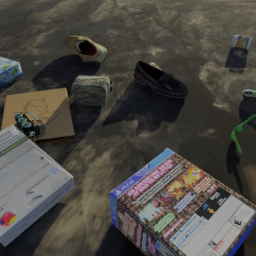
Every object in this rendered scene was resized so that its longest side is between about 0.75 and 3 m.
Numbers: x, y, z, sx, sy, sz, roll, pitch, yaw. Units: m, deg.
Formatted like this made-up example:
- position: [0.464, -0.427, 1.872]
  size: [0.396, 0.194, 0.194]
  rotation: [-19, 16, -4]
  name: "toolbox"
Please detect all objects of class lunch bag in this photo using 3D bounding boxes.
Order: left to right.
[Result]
- position: [-5.641, -2.537, 12.295]
  size: [1.736, 0.716, 1.395]
  rotation: [18, 46, 20]
  name: "lunch bag"
- position: [-1.391, -1.566, 10.968]
  size: [1.417, 0.987, 1.188]
  rotation: [4, 43, 5]
  name: "lunch bag"

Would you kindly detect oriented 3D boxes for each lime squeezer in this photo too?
- position: [3.748, 0.131, 9.325]
  size: [0.539, 0.288, 1.525]
  rotation: [-2, 51, 56]
  name: "lime squeezer"

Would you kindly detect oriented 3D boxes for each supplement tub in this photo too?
- position: [5.911, -4.488, 14.599]
  size: [0.874, 0.632, 0.632]
  rotation: [19, 44, 20]
  name: "supplement tub"

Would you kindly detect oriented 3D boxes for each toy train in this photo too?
- position: [-3.280, -0.147, 9.278]
  size: [0.707, 0.528, 1.240]
  rotation: [-18, 40, -37]
  name: "toy train"

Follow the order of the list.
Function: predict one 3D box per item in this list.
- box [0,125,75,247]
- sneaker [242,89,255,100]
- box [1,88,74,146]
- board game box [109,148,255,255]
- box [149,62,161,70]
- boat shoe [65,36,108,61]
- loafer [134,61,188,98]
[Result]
- position: [-3.261, 1.356, 7.678]
  size: [2.887, 0.594, 2.251]
  rotation: [32, 53, 26]
  name: "box"
- position: [5.195, -1.329, 11.139]
  size: [1.202, 0.466, 0.479]
  rotation: [19, 36, 21]
  name: "sneaker"
- position: [-3.287, -0.436, 10.195]
  size: [2.394, 0.312, 2.929]
  rotation: [-9, 41, -10]
  name: "box"
- position: [1.216, 2.072, 6.552]
  size: [2.117, 1.286, 2.656]
  rotation: [-32, 50, -31]
  name: "board game box"
- position: [1.340, -2.540, 12.641]
  size: [0.261, 0.279, 1.347]
  rotation: [-15, 44, -15]
  name: "box"
- position: [-2.182, -3.988, 13.620]
  size: [2.554, 0.945, 0.848]
  rotation: [24, 11, 25]
  name: "boat shoe"
- position: [1.308, -2.037, 11.633]
  size: [2.625, 0.827, 0.944]
  rotation: [28, 48, 29]
  name: "loafer"
